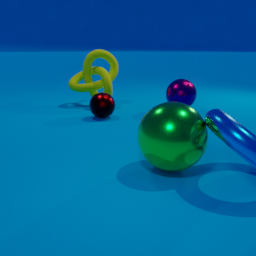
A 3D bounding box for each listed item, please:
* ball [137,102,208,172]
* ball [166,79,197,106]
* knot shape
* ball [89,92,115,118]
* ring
[{"bbox_3d":[0.822,0.159,5.220,1.301,1.301,1.301,0,17,0],"label":"ball"},{"bbox_3d":[1.865,-1.188,9.841,1.071,1.071,1.071,0,17,0],"label":"ball"},{"bbox_3d":[-1.172,-1.783,10.695,2.065,1.933,0.954,-35,-19,13],"label":"knot shape"},{"bbox_3d":[-0.832,-0.737,9.083,0.843,0.843,0.843,0,17,0],"label":"ball"},{"bbox_3d":[2.111,0.325,4.804,1.879,0.376,1.879,35,14,-10],"label":"ring"}]
